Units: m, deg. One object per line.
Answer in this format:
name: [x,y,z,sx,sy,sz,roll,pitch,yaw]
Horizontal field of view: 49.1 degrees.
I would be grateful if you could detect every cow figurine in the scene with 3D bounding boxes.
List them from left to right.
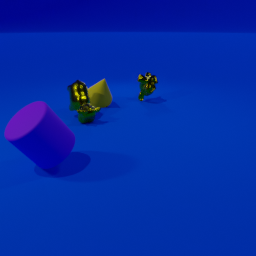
cow figurine: [-1.495,-0.885,9.165,0.803,1.463,1.440,-9,2,-27]

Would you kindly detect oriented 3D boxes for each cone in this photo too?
cone: [-0.985,-1.487,10.458,1.066,1.070,1.066,9,56,-14]

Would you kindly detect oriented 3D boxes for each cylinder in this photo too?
cylinder: [-1.872,0.157,6.058,1.068,1.068,1.068,-20,42,18]

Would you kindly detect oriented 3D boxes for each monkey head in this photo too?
monkey head: [0.683,-1.770,11.232,0.963,1.339,0.807,24,-14,-23]
